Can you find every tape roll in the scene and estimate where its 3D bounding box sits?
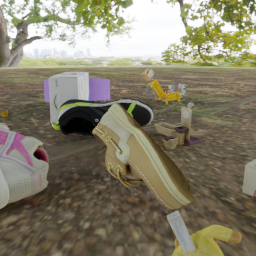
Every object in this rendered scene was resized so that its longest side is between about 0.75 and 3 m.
[{"bbox_3d":[-2.245,-1.664,12.529,2.878,0.944,2.878,-2,6,0],"label":"tape roll"}]

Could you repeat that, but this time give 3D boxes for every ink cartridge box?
[{"bbox_3d":[-2.001,-1.083,9.932,0.967,1.651,2.284,1,15,2],"label":"ink cartridge box"}]

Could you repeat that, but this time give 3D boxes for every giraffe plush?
[{"bbox_3d":[0.626,1.403,2.616,1.036,1.201,0.974,-10,-20,9],"label":"giraffe plush"}]

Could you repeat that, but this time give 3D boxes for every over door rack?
[{"bbox_3d":[1.632,-1.895,14.207,1.605,0.535,1.186,-2,-11,-7],"label":"over door rack"}]

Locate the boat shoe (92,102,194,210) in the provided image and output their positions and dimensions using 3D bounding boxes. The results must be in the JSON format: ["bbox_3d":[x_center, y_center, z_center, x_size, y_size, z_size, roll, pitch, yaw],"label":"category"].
[{"bbox_3d":[0.101,0.555,5.183,0.994,1.108,2.995,-43,31,3],"label":"boat shoe"}]

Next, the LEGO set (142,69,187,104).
[{"bbox_3d":[1.532,-1.875,13.576,2.742,1.261,1.021,14,0,-33],"label":"LEGO set"}]

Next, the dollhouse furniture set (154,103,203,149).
[{"bbox_3d":[1.148,-0.215,7.850,1.223,1.096,1.544,-10,18,-32],"label":"dollhouse furniture set"}]

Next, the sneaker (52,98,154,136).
[{"bbox_3d":[-0.696,-0.126,8.372,2.976,1.067,1.233,-1,40,-1],"label":"sneaker"}]

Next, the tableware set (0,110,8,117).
[{"bbox_3d":[-5.242,-0.421,10.181,1.147,0.261,1.702,13,20,38],"label":"tableware set"}]

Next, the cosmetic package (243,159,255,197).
[{"bbox_3d":[2.664,0.961,4.611,0.664,0.561,1.285,-14,21,-39],"label":"cosmetic package"}]

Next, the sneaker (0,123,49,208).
[{"bbox_3d":[-2.125,0.614,5.208,1.159,1.069,2.627,-5,24,-26],"label":"sneaker"}]
